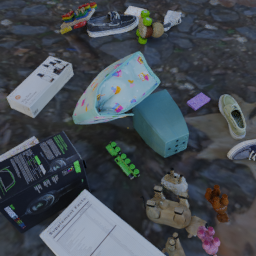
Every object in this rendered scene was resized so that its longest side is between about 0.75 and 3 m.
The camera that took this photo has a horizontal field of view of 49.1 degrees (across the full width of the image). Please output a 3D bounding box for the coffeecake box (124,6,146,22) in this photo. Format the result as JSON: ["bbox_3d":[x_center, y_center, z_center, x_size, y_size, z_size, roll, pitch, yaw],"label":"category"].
[{"bbox_3d":[0.370,-5.579,13.724,0.905,0.331,0.695,19,55,13],"label":"coffeecake box"}]

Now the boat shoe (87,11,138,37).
[{"bbox_3d":[-0.688,-4.931,12.910,2.501,0.848,0.897,-15,54,-10],"label":"boat shoe"}]

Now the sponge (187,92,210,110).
[{"bbox_3d":[2.627,-0.996,10.417,0.796,0.119,0.444,-33,59,-22],"label":"sponge"}]

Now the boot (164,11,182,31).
[{"bbox_3d":[2.135,-5.064,13.188,0.728,0.560,1.523,9,52,14],"label":"boot"}]

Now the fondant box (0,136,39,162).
[{"bbox_3d":[-3.189,1.054,8.277,1.493,1.077,0.435,-35,61,-23],"label":"fondant box"}]

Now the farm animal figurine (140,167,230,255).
[{"bbox_3d":[1.372,2.447,7.189,2.372,1.250,2.398,24,49,36],"label":"farm animal figurine"}]

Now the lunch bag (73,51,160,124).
[{"bbox_3d":[-0.501,-0.946,8.254,2.300,1.959,1.403,-47,108,-24],"label":"lunch bag"}]

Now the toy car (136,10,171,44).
[{"bbox_3d":[1.189,-4.438,12.448,1.389,1.141,1.096,0,53,-13],"label":"toy car"}]

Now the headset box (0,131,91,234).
[{"bbox_3d":[-2.195,1.427,7.414,2.319,2.019,1.076,-28,58,-21],"label":"headset box"}]

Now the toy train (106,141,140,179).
[{"bbox_3d":[-0.175,0.999,8.596,0.388,0.287,1.375,-40,77,-4],"label":"toy train"}]

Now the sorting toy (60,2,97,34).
[{"bbox_3d":[-2.383,-5.166,12.842,1.395,0.489,2.894,-11,37,18],"label":"sorting toy"}]

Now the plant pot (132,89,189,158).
[{"bbox_3d":[1.073,-0.055,8.895,1.261,1.261,1.785,-21,51,-13],"label":"plant pot"}]

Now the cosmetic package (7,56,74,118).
[{"bbox_3d":[-3.235,-1.624,10.560,1.058,0.649,2.563,21,56,16],"label":"cosmetic package"}]

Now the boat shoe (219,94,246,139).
[{"bbox_3d":[3.709,-0.517,9.755,0.691,0.596,1.921,-5,53,-4],"label":"boat shoe"}]

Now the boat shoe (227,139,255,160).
[{"bbox_3d":[3.986,0.797,8.745,1.637,0.611,0.759,-17,47,-14],"label":"boat shoe"}]

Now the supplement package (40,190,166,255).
[{"bbox_3d":[-0.485,3.007,6.556,2.679,1.467,1.524,34,60,23],"label":"supplement package"}]
